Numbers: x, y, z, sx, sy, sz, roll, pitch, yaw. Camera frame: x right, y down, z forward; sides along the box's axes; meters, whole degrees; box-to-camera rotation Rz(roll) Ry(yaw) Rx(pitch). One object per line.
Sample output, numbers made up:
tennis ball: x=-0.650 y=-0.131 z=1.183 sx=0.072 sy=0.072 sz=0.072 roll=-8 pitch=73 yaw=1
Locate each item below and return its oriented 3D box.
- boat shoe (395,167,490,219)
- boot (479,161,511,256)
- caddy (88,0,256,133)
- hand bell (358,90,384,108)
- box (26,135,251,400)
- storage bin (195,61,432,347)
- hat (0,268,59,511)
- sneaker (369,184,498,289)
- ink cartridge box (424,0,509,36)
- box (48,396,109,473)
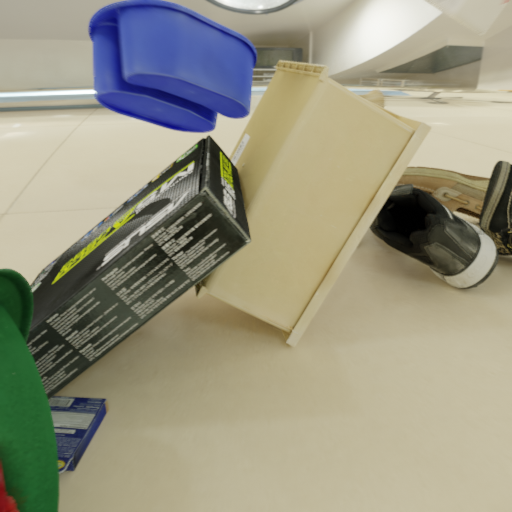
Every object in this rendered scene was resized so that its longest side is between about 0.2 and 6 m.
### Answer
boat shoe: x=3.709 y=-1.196 z=11.152 sx=2.890 sy=0.932 sz=1.030 roll=7 pitch=5 yaw=-9
boot: x=4.525 y=-0.526 z=8.601 sx=1.969 sy=0.941 sz=2.607 roll=16 pitch=-15 yaw=26
caddy: x=-1.617 y=-3.877 z=11.324 sx=3.545 sy=1.861 sz=2.506 roll=8 pitch=-12 yaw=-43
hand bell: x=1.676 y=-3.149 z=11.594 sx=1.716 sy=0.893 sz=0.893 roll=5 pitch=18 yaw=-21
box: x=-1.556 y=0.061 z=6.369 sx=3.195 sy=0.759 sz=3.085 roll=-37 pitch=17 yaw=10
storage bin: x=0.389 y=-0.944 z=7.739 sx=1.424 sy=3.039 sz=3.017 roll=25 pitch=14 yaw=-17
hat: x=-1.395 y=1.832 z=3.665 sx=2.483 sy=2.336 sz=2.820 roll=28 pitch=62 yaw=4
sneaker: x=2.478 y=-0.697 z=9.423 sx=1.550 sy=1.139 sz=3.427 roll=31 pitch=11 yaw=-25
ink cartridge box: x=2.416 y=-3.205 z=6.415 sx=0.514 sy=0.882 sz=1.218 roll=18 pitch=31 yaw=-27
box: x=-1.884 y=1.697 z=5.259 sx=0.645 sy=0.173 sz=1.065 roll=2 pitch=20 yaw=6
